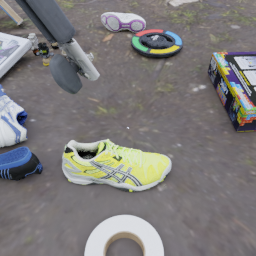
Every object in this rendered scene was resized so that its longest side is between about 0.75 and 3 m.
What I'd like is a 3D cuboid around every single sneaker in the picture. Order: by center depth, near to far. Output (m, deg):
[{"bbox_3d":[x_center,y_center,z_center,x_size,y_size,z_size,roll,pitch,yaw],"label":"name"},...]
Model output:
[{"bbox_3d":[-0.255,0.768,6.116,2.443,0.933,0.921,0,43,-1],"label":"sneaker"},{"bbox_3d":[-2.756,0.914,6.270,1.763,0.687,0.618,-10,42,20],"label":"sneaker"},{"bbox_3d":[-3.237,-0.376,7.489,0.999,0.853,2.267,-7,50,-23],"label":"sneaker"},{"bbox_3d":[-0.179,-4.399,11.632,1.874,0.702,0.934,11,37,1],"label":"sneaker"}]

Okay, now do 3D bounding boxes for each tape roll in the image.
[{"bbox_3d":[-0.066,2.282,5.056,1.436,0.262,1.436,0,45,0],"label":"tape roll"}]

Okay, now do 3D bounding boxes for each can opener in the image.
[{"bbox_3d":[-1.303,-1.613,4.843,0.643,2.443,0.812,15,58,41],"label":"can opener"}]

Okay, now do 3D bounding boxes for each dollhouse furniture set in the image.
[{"bbox_3d":[-5.479,-4.341,11.690,1.796,1.172,1.696,-44,29,1],"label":"dollhouse furniture set"}]

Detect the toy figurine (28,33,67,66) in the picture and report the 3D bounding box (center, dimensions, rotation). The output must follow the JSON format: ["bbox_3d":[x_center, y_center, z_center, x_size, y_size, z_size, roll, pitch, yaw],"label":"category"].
[{"bbox_3d":[-2.779,-2.909,9.950,1.246,0.880,1.265,-37,57,-24],"label":"toy figurine"}]

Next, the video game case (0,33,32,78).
[{"bbox_3d":[-5.120,-2.234,9.250,2.669,0.343,2.936,18,57,18],"label":"video game case"}]

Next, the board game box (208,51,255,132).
[{"bbox_3d":[3.921,-1.182,8.185,2.381,0.817,2.880,-1,45,-4],"label":"board game box"}]

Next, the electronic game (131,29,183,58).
[{"bbox_3d":[1.084,-3.222,10.527,1.963,0.408,1.963,0,45,0],"label":"electronic game"}]
